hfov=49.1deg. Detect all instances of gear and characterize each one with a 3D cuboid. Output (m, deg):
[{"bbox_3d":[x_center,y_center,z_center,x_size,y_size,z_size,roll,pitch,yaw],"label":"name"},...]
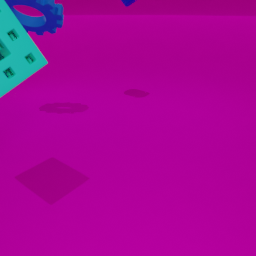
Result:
[{"bbox_3d":[-2.641,-3.101,7.441,1.804,0.334,1.804,3,-13,1],"label":"gear"}]

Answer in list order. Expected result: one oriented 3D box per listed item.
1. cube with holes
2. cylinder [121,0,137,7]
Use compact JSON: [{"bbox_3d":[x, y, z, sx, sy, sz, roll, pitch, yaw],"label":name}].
[{"bbox_3d":[-1.938,-0.946,3.698,1.016,1.016,1.016,2,41,51],"label":"cube with holes"},{"bbox_3d":[0.007,-4.316,8.512,0.849,0.849,0.849,-38,10,8],"label":"cylinder"}]
